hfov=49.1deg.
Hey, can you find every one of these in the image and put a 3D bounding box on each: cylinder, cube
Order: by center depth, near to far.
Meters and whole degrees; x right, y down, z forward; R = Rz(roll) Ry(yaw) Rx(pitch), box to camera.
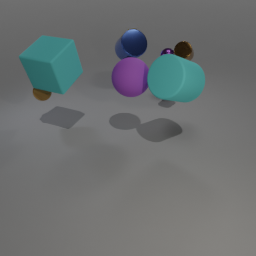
[{"bbox_3d":[1.582,-1.580,9.155,1.400,1.400,1.400,26,16,38],"label":"cylinder"},{"bbox_3d":[-2.679,-2.258,9.979,1.400,1.400,1.400,14,52,21],"label":"cube"},{"bbox_3d":[-3.375,-1.478,11.061,0.700,0.700,0.700,-7,19,-12],"label":"cylinder"},{"bbox_3d":[2.236,-3.020,11.161,0.700,0.700,0.700,12,4,20],"label":"cylinder"},{"bbox_3d":[0.141,-4.328,14.818,1.400,1.400,1.400,-10,5,-16],"label":"cylinder"}]

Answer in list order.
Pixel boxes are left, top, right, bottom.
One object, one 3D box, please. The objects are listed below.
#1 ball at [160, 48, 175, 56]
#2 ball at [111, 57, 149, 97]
[{"bbox_3d":[1.893,-3.453,13.353,0.700,0.700,0.700,0,30,0],"label":"ball"},{"bbox_3d":[0.109,-1.805,10.012,1.400,1.400,1.400,0,30,0],"label":"ball"}]
